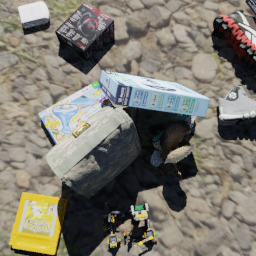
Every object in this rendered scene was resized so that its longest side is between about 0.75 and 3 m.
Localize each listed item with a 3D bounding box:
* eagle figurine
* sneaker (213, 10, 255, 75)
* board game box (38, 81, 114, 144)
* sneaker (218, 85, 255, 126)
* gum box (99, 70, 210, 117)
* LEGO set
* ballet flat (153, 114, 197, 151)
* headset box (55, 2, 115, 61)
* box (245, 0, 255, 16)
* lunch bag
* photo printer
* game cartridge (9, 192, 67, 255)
[{"bbox_3d":[1.415,0.644,8.452,1.204,1.587,1.197,32,62,23],"label":"eagle figurine"},{"bbox_3d":[4.401,-3.185,10.108,1.393,1.008,2.852,-31,73,-8],"label":"sneaker"},{"bbox_3d":[-1.627,-0.389,9.497,2.300,0.396,1.557,-32,74,-10],"label":"board game box"},{"bbox_3d":[4.190,-0.885,9.434,2.363,0.887,1.365,-5,69,0],"label":"sneaker"},{"bbox_3d":[0.670,-1.075,8.408,2.698,2.292,0.601,6,108,-17],"label":"gum box"},{"bbox_3d":[0.043,2.800,8.127,1.672,0.969,1.285,-1,71,0],"label":"LEGO set"},{"bbox_3d":[1.671,0.072,9.281,1.982,0.749,0.633,-40,99,-7],"label":"ballet flat"},{"bbox_3d":[-1.501,-3.668,10.427,1.424,0.719,1.916,35,75,11],"label":"headset box"},{"bbox_3d":[5.542,-4.337,9.940,2.207,1.266,1.459,-13,70,-35],"label":"box"},{"bbox_3d":[-0.907,0.641,7.890,2.292,2.795,1.643,-40,76,-11],"label":"lunch bag"},{"bbox_3d":[-3.618,-4.406,10.857,1.095,0.380,0.911,-17,71,-6],"label":"photo printer"},{"bbox_3d":[-2.705,2.866,8.483,1.429,0.263,1.621,7,70,3],"label":"game cartridge"}]
